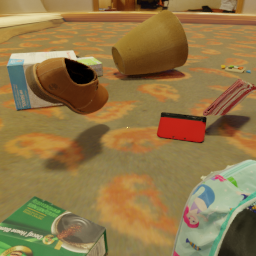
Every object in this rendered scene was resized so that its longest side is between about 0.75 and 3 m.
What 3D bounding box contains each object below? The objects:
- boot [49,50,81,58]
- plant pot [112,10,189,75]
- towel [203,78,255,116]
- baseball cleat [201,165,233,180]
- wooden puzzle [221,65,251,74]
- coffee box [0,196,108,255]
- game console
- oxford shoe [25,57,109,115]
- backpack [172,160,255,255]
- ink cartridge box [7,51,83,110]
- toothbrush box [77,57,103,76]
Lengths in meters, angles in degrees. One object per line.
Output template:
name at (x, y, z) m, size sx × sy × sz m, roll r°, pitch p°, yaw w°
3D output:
boot at (-3.105, -3.320, 14.070) m, size 1.938 × 0.724 × 0.939 m, roll 11°, pitch 29°, yaw -10°
plant pot at (0.821, -3.720, 13.275) m, size 2.968 × 2.766 × 2.766 m, roll -24°, pitch 33°, yaw -13°
towel at (3.090, -0.829, 8.340) m, size 1.895 × 1.365 × 0.216 m, roll -4°, pitch 53°, yaw -53°
baseball cleat at (2.076, 1.151, 5.799) m, size 1.393 × 0.486 × 0.741 m, roll -21°, pitch 34°, yaw -33°
wooden puzzle at (5.453, -3.029, 14.209) m, size 1.508 × 0.176 × 1.017 m, roll 12°, pitch 30°, yaw 21°
coffee box at (-1.615, 2.128, 3.789) m, size 1.628 × 0.582 × 2.647 m, roll 15°, pitch 31°, yaw 26°
game console at (1.631, -0.005, 8.421) m, size 1.344 × 0.798 × 1.158 m, roll 8°, pitch -3°, yaw 14°
oxford shoe at (-1.060, -0.998, 6.870) m, size 1.057 × 1.057 × 2.965 m, roll -20°, pitch -9°, yaw 19°
backpack at (1.764, 1.507, 3.224) m, size 2.555 × 2.268 × 1.924 m, roll -12°, pitch 33°, yaw -32°
ink cartridge box at (-2.831, -1.831, 10.289) m, size 2.605 × 1.631 × 1.675 m, roll -7°, pitch 28°, yaw -13°
toothbrush box at (-1.969, -2.934, 13.505) m, size 1.087 × 0.642 × 1.493 m, roll -13°, pitch 31°, yaw -22°
